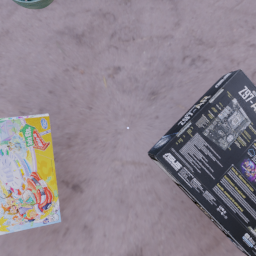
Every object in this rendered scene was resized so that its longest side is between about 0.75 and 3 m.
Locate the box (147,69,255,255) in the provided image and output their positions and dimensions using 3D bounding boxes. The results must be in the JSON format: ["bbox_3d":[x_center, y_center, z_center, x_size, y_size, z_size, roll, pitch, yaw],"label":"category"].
[{"bbox_3d":[2.113,0.693,5.277,2.799,0.609,2.243,45,83,-8],"label":"box"}]

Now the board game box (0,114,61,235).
[{"bbox_3d":[-2.155,0.892,5.398,1.474,0.375,2.193,-7,102,-17],"label":"board game box"}]

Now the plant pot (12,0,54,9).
[{"bbox_3d":[-1.802,-2.755,5.337,1.119,0.750,1.119,0,88,-2],"label":"plant pot"}]
